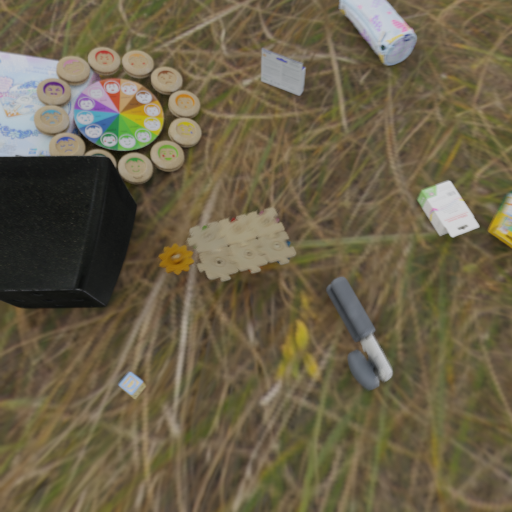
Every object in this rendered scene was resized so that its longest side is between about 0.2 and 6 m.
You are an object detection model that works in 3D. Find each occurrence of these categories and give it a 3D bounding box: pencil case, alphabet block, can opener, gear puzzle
[{"bbox_3d":[2.583,-4.988,12.048,0.885,0.811,1.952,-19,64,-19],"label":"pencil case"},{"bbox_3d":[-1.957,2.049,8.855,0.282,0.288,0.281,35,69,16],"label":"alphabet block"},{"bbox_3d":[1.569,1.246,9.018,0.606,0.483,1.811,-22,73,-21],"label":"can opener"},{"bbox_3d":[-0.518,-0.067,9.448,2.257,0.296,1.169,-15,61,-17],"label":"gear puzzle"}]

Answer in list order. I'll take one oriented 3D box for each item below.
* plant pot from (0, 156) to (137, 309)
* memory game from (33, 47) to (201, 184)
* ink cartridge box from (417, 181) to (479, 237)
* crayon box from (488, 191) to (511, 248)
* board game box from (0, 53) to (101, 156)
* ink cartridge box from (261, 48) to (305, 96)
[{"bbox_3d":[-3.275,-0.244,9.038,2.246,2.252,1.998,-1,74,-1],"label":"plant pot"},{"bbox_3d":[-2.630,-2.797,10.883,3.237,0.206,3.237,6,65,-12],"label":"memory game"},{"bbox_3d":[3.495,-0.784,10.220,0.620,0.356,1.058,-19,65,-9],"label":"ink cartridge box"},{"bbox_3d":[4.646,-0.554,9.999,0.732,0.300,1.164,36,61,2],"label":"crayon box"},{"bbox_3d":[-4.819,-2.756,11.058,2.753,0.597,2.740,10,64,5],"label":"board game box"},{"bbox_3d":[0.545,-3.776,11.388,0.911,0.928,0.201,25,66,11],"label":"ink cartridge box"}]
